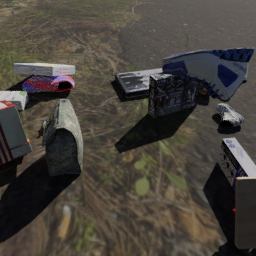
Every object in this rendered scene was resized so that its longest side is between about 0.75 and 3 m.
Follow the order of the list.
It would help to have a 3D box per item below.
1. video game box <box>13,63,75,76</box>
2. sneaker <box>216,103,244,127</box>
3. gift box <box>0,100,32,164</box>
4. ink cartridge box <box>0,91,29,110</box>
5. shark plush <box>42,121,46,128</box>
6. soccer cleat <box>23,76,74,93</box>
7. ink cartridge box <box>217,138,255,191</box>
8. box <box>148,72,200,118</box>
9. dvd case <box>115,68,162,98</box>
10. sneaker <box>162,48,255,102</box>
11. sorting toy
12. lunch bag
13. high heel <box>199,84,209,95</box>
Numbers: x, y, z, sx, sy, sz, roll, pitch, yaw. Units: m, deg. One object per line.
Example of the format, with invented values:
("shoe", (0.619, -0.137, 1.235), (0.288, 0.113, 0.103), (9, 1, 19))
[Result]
("video game box", (-4.368, -3.119, 14.853), (2.384, 0.558, 2.172), (8, 13, 19))
("sneaker", (4.139, -0.545, 11.993), (0.847, 0.555, 1.471), (-17, 41, -25))
("gift box", (-4.572, 0.233, 9.801), (1.961, 1.985, 2.126), (-21, 21, -24))
("ink cartridge box", (-5.430, -1.279, 13.021), (1.278, 0.539, 0.933), (0, 36, 1))
("shark plush", (-3.364, -0.062, 11.703), (0.382, 0.417, 0.918), (0, 9, -35))
("soccer cleat", (-3.945, -2.145, 13.976), (2.511, 0.838, 0.960), (-7, 29, -17))
("ink cartridge box", (3.572, 1.404, 8.874), (0.493, 1.048, 2.229), (-5, 36, -7))
("box", (2.063, -1.611, 12.347), (2.388, 1.883, 0.594), (-17, 39, -21))
("dvd case", (0.995, -2.451, 14.797), (2.947, 0.364, 2.215), (-9, 37, -13))
("sneaker", (2.052, -1.266, 6.958), (2.288, 1.321, 0.924), (-6, 12, -7))
("sorting toy", (3.655, 2.134, 7.424), (1.834, 1.823, 0.638), (-1, 5, -5))
("lunch bag", (-2.207, 0.275, 9.514), (1.255, 2.135, 1.751), (-4, 37, -6))
("high heel", (4.566, -2.581, 14.372), (2.719, 0.971, 1.938), (-28, 37, -11))
